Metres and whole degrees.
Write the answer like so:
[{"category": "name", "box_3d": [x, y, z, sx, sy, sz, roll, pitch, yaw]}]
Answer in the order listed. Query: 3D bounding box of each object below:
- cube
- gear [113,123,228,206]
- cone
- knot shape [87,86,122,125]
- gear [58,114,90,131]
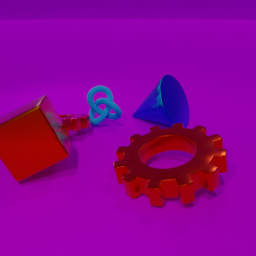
[{"category": "cube", "box_3d": [-1.862, 0.157, 5.462, 1.096, 1.096, 1.096, -26, 19, 0]}, {"category": "gear", "box_3d": [0.778, 0.583, 5.336, 2.071, 0.383, 2.071, -11, 28, 6]}, {"category": "cone", "box_3d": [0.708, -0.540, 8.086, 1.555, 1.550, 1.550, -17, 10, 37]}, {"category": "knot shape", "box_3d": [-0.725, -0.652, 7.735, 1.098, 1.027, 0.507, -11, 9, 25]}, {"category": "gear", "box_3d": [-1.790, -0.149, 7.193, 1.599, 0.296, 1.599, -1, 8, 0]}]
